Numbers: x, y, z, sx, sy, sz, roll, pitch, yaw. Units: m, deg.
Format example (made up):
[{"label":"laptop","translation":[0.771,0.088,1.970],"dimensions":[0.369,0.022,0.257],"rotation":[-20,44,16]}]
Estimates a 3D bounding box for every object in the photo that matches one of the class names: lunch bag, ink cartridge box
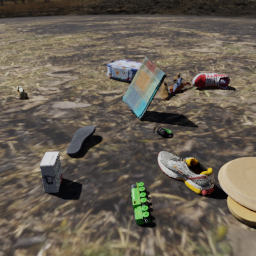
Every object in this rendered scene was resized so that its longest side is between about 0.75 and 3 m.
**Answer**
[{"label":"lunch bag","translation":[0.084,-3.399,16.375],"dimensions":[2.480,0.937,1.987],"rotation":[20,32,32]},{"label":"ink cartridge box","translation":[-2.086,1.193,7.659],"dimensions":[0.384,0.921,0.668],"rotation":[0,28,0]}]

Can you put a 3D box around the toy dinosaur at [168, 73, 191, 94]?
[{"label":"toy dinosaur","translation":[2.558,-2.176,14.333],"dimensions":[1.532,0.804,1.390],"rotation":[11,46,2]}]

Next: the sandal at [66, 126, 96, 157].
[{"label":"sandal","translation":[-1.636,0.463,9.753],"dimensions":[0.634,0.357,1.666],"rotation":[4,37,22]}]

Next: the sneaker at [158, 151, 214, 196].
[{"label":"sneaker","translation":[1.662,1.084,8.006],"dimensions":[0.751,0.793,1.930],"rotation":[-23,35,-36]}]

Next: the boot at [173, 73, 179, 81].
[{"label":"boot","translation":[2.804,-2.962,16.206],"dimensions":[0.341,0.332,0.903],"rotation":[-3,28,18]}]

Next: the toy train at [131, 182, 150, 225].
[{"label":"toy train","translation":[0.295,1.875,7.091],"dimensions":[0.388,0.287,1.375],"rotation":[-11,28,2]}]

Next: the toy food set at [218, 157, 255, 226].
[{"label":"toy food set","translation":[3.566,1.555,7.361],"dimensions":[2.294,0.564,2.317],"rotation":[-2,28,-4]}]

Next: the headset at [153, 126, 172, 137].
[{"label":"headset","translation":[1.255,0.099,10.313],"dimensions":[0.808,0.379,0.499],"rotation":[-3,25,-30]}]

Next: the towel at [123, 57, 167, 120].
[{"label":"towel","translation":[0.610,-1.643,11.493],"dimensions":[0.234,2.156,1.581],"rotation":[6,34,-40]}]

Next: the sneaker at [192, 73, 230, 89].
[{"label":"sneaker","translation":[4.465,-2.450,14.747],"dimensions":[2.085,0.743,1.172],"rotation":[-15,28,-30]}]

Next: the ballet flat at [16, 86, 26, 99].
[{"label":"ballet flat","translation":[-5.323,-1.850,13.940],"dimensions":[0.456,0.422,1.294],"rotation":[-9,29,-28]}]

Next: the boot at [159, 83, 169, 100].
[{"label":"boot","translation":[1.799,-1.816,13.796],"dimensions":[0.456,0.468,1.240],"rotation":[5,38,0]}]
